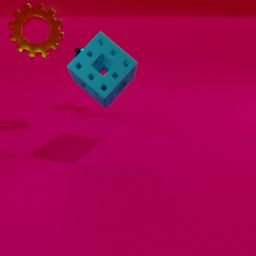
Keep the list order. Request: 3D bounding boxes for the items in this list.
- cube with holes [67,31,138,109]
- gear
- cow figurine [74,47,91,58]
[{"bbox_3d":[-0.551,-1.249,6.344,1.049,1.049,1.049,41,-7,3],"label":"cube with holes"},{"bbox_3d":[-2.371,-2.513,7.298,1.364,1.364,0.252,-4,1,-9],"label":"gear"},{"bbox_3d":[-1.112,-2.351,9.062,1.170,0.642,1.151,-11,23,-23],"label":"cow figurine"}]
